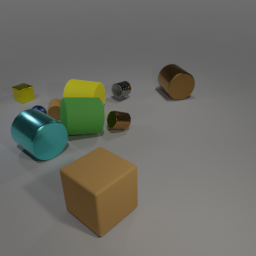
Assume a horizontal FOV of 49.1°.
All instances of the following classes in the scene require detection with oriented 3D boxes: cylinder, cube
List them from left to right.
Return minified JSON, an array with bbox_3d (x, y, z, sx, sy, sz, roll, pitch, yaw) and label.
[{"bbox_3d":[-5.051,-1.688,13.542,0.700,0.700,0.700,21,36,31],"label":"cube"},{"bbox_3d":[-3.046,0.201,9.643,1.400,1.400,1.400,25,39,36],"label":"cylinder"},{"bbox_3d":[-3.073,-0.813,12.019,0.700,0.700,0.700,-5,33,-8],"label":"cylinder"},{"bbox_3d":[-1.752,-0.459,10.587,1.400,1.400,1.400,-2,29,-23],"label":"cylinder"},{"bbox_3d":[-1.893,-1.362,12.267,1.400,1.400,1.400,9,32,15],"label":"cylinder"},{"bbox_3d":[-0.712,1.571,7.244,1.400,1.400,1.400,23,38,37],"label":"cube"},{"bbox_3d":[-0.358,-0.299,10.999,0.700,0.700,0.700,5,24,-35],"label":"cylinder"},{"bbox_3d":[-0.317,-1.866,13.519,0.700,0.700,0.700,25,35,35],"label":"cylinder"},{"bbox_3d":[2.364,-2.290,13.852,1.400,1.400,1.400,-9,32,-14],"label":"cylinder"}]

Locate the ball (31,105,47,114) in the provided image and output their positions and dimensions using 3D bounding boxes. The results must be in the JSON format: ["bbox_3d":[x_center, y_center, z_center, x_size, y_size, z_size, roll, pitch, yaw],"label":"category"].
[{"bbox_3d":[-3.745,-0.601,11.699,0.700,0.700,0.700,0,31,0],"label":"ball"}]
